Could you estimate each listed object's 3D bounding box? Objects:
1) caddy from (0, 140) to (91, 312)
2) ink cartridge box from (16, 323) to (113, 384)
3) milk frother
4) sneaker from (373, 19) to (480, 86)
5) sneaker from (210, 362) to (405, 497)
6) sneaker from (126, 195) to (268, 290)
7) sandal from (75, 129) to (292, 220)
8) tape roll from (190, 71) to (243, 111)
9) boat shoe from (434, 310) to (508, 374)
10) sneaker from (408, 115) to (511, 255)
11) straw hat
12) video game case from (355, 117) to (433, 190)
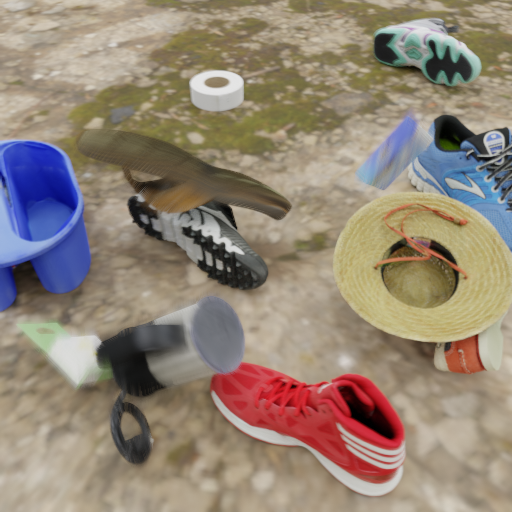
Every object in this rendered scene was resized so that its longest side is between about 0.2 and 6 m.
[{"bbox_3d":[-3.909,-0.683,8.814,2.284,1.696,3.231,-18,46,-17],"label":"caddy"},{"bbox_3d":[-2.374,1.146,7.212,1.171,0.852,0.281,40,96,16],"label":"ink cartridge box"},{"bbox_3d":[-0.991,1.459,6.562,1.466,1.559,1.407,-23,-5,34],"label":"milk frother"},{"bbox_3d":[4.697,-5.383,14.204,2.071,1.151,2.961,-33,53,-29],"label":"sneaker"},{"bbox_3d":[0.576,1.608,6.513,2.570,1.484,1.007,20,47,20],"label":"sneaker"},{"bbox_3d":[-0.746,-0.518,9.161,2.909,0.967,1.316,31,54,31],"label":"sneaker"},{"bbox_3d":[-1.102,-1.053,8.476,3.335,0.910,1.363,18,18,-18],"label":"sandal"},{"bbox_3d":[-0.914,-3.871,13.124,1.238,0.433,1.238,1,43,0],"label":"tape roll"},{"bbox_3d":[3.102,0.740,7.983,0.746,0.849,2.386,-16,27,37],"label":"boat shoe"},{"bbox_3d":[3.902,-1.227,9.476,1.392,1.580,3.545,-18,47,-18],"label":"sneaker"},{"bbox_3d":[2.330,0.375,8.071,2.605,1.102,2.605,-3,51,4],"label":"straw hat"},{"bbox_3d":[1.776,-1.272,7.151,0.211,0.930,0.843,50,22,21],"label":"video game case"}]
